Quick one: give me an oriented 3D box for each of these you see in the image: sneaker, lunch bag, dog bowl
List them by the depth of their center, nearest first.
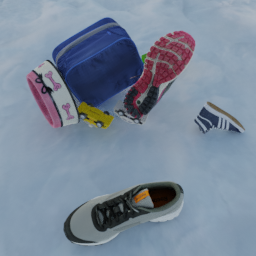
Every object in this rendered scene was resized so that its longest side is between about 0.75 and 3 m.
[{"bbox_3d":[-0.070,1.790,6.343,2.864,1.136,1.059,-16,61,-9],"label":"sneaker"},{"bbox_3d":[0.866,-1.576,8.170,1.118,2.774,1.036,41,24,5],"label":"sneaker"},{"bbox_3d":[-2.290,-0.918,8.399,0.770,2.089,2.089,-29,53,-20],"label":"dog bowl"},{"bbox_3d":[2.800,-0.101,8.707,1.591,0.863,0.558,29,24,-16],"label":"sneaker"},{"bbox_3d":[-1.104,-2.153,9.373,2.821,1.916,1.866,-30,49,-2],"label":"lunch bag"}]

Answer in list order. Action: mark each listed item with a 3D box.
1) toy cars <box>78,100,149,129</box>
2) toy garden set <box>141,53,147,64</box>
[{"bbox_3d":[-0.487,-0.355,8.803,2.325,0.515,1.042,-6,53,-26],"label":"toy cars"},{"bbox_3d":[1.476,-2.663,10.639,1.932,0.386,1.611,-18,32,15],"label":"toy garden set"}]
